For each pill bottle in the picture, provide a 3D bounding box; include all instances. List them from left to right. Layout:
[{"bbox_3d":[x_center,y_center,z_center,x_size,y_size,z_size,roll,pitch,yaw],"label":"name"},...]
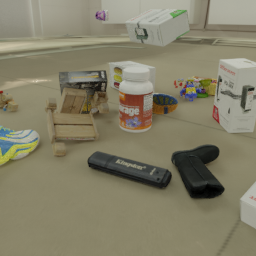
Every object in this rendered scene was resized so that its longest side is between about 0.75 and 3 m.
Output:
[{"bbox_3d":[0.294,-1.079,10.626,1.282,2.285,1.282,0,23,0],"label":"pill bottle"}]

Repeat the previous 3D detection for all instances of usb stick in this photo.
[{"bbox_3d":[-0.015,1.137,7.875,2.470,0.403,0.685,12,26,25],"label":"usb stick"}]

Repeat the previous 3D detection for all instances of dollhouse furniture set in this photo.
[{"bbox_3d":[-1.783,0.063,10.477,2.526,1.446,2.962,1,50,-27],"label":"dollhouse furniture set"}]

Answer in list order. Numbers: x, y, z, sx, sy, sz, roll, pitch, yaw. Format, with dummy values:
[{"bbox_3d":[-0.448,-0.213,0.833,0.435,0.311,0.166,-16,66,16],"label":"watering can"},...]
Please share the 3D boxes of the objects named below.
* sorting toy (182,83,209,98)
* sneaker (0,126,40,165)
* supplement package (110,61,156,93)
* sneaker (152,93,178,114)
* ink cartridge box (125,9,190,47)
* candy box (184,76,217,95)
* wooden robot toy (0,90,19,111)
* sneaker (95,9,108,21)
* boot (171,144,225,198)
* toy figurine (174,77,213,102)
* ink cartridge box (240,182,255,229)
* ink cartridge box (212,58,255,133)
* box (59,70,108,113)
[{"bbox_3d":[3.566,-2.054,15.002,1.515,0.622,0.910,14,27,29],"label":"sorting toy"},{"bbox_3d":[-3.885,0.294,8.451,1.075,1.491,2.839,12,27,27],"label":"sneaker"},{"bbox_3d":[0.185,-2.823,15.705,1.422,1.476,2.596,-13,25,-30],"label":"supplement package"},{"bbox_3d":[0.938,-1.239,12.684,2.581,0.972,1.138,1,24,2],"label":"sneaker"},{"bbox_3d":[1.172,-4.140,11.411,1.560,0.898,2.137,-35,37,-22],"label":"ink cartridge box"},{"bbox_3d":[4.498,-2.359,15.691,2.295,0.648,1.339,16,28,30],"label":"candy box"},{"bbox_3d":[-5.745,-1.345,13.222,2.010,0.886,0.912,14,16,29],"label":"wooden robot toy"},{"bbox_3d":[-1.197,-5.025,12.504,0.555,0.505,1.255,-7,22,-7],"label":"sneaker"},{"bbox_3d":[2.119,1.132,7.599,1.498,0.597,1.817,-13,21,-4],"label":"boot"},{"bbox_3d":[3.340,-1.838,14.373,1.938,1.022,1.161,0,68,3],"label":"toy figurine"},{"bbox_3d":[3.432,1.544,6.025,1.739,0.730,1.259,-34,37,-28],"label":"ink cartridge box"},{"bbox_3d":[4.187,-1.300,10.867,1.035,2.496,1.832,-2,23,-4],"label":"ink cartridge box"},{"bbox_3d":[-1.870,-1.442,11.693,1.847,2.332,0.564,-5,63,-13],"label":"box"}]
